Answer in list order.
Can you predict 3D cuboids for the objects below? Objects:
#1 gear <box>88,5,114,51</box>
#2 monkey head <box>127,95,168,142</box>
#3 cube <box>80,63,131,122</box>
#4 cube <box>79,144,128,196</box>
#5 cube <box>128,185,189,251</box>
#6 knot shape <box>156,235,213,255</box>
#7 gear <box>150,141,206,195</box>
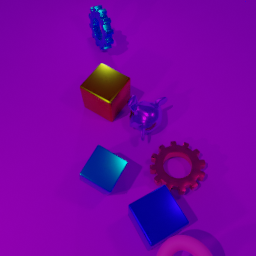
[{"bbox_3d":[-0.970,-3.569,10.038,0.281,1.521,1.521,-22,62,-20],"label":"gear"},{"bbox_3d":[0.512,-0.452,8.446,0.981,1.172,1.629,20,68,29],"label":"monkey head"},{"bbox_3d":[-0.683,-1.111,8.887,1.137,1.137,1.137,29,65,15],"label":"cube"},{"bbox_3d":[-0.677,1.158,7.554,0.932,0.932,0.932,31,69,1],"label":"cube"},{"bbox_3d":[0.711,2.251,6.994,1.068,1.068,1.068,-26,64,-14],"label":"cube"},{"bbox_3d":[0.933,3.095,5.692,1.891,2.021,0.934,-44,98,-12],"label":"knot shape"},{"bbox_3d":[1.392,1.101,7.922,1.530,0.283,1.530,-3,57,4],"label":"gear"}]
